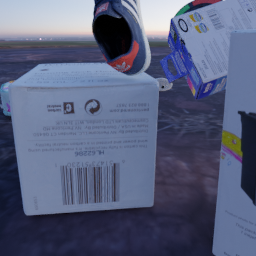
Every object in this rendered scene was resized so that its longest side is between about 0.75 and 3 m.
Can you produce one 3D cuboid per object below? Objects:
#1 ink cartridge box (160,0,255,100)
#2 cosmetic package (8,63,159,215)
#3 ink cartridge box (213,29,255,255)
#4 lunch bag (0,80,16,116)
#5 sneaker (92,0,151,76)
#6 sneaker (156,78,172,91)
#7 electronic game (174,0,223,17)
[{"bbox_3d":[2.066,-1.829,6.368,2.615,1.784,0.998,-19,-19,-3],"label":"ink cartridge box"},{"bbox_3d":[-0.797,-0.033,5.584,2.249,2.236,2.688,-3,19,-8],"label":"cosmetic package"},{"bbox_3d":[2.251,0.227,3.709,1.279,2.987,2.204,15,25,42],"label":"ink cartridge box"},{"bbox_3d":[-3.318,-1.142,10.452,2.777,1.070,2.227,-7,23,-18],"label":"lunch bag"},{"bbox_3d":[-0.250,-1.753,4.106,0.743,1.982,0.838,-23,-7,30],"label":"sneaker"},{"bbox_3d":[1.276,-2.280,14.243,1.790,0.654,1.002,-3,21,-5],"label":"sneaker"},{"bbox_3d":[2.200,-3.279,8.624,1.863,1.863,0.388,13,-16,32],"label":"electronic game"}]
